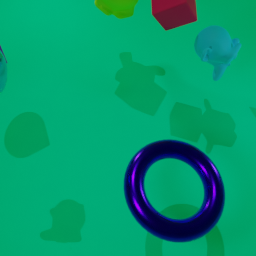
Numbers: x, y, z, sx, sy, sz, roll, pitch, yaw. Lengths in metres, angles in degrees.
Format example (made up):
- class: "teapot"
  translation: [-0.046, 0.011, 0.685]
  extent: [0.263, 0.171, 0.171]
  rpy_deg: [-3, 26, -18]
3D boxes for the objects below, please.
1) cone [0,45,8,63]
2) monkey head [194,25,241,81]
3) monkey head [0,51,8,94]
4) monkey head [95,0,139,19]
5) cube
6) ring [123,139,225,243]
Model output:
- class: "cone"
  translation: [-3.298, -1.986, 6.357]
  extent: [1.396, 1.391, 1.391]
  rpy_deg: [44, 69, -15]
- class: "monkey head"
  translation: [2.086, -1.851, 6.918]
  extent: [1.035, 1.235, 1.717]
  rpy_deg: [18, 37, 1]
- class: "monkey head"
  translation: [-2.616, -0.932, 4.566]
  extent: [1.164, 1.618, 0.975]
  rpy_deg: [11, 35, -10]
- class: "monkey head"
  translation: [-0.298, -3.793, 7.816]
  extent: [1.868, 1.126, 1.344]
  rpy_deg: [9, 38, -17]
- class: "cube"
  translation: [1.043, -2.841, 6.342]
  extent: [0.799, 0.799, 0.799]
  rpy_deg: [-8, 77, 29]
- class: "ring"
  translation: [0.922, 1.164, 5.521]
  extent: [2.047, 0.409, 2.047]
  rpy_deg: [4, 61, -8]
